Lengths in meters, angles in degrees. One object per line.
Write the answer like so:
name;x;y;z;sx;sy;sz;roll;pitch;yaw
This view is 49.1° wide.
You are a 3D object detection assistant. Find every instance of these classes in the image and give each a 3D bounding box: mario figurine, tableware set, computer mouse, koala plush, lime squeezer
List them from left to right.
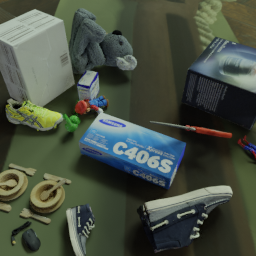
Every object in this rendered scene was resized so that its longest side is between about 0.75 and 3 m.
computer mouse;-2.587;2.751;7.005;0.584;0.192;0.832;-26;52;-23
tableware set;-2.816;1.674;7.835;2.169;0.435;1.434;13;48;11
lime squeezer;-1.934;-0.347;9.551;0.438;0.820;2.323;-15;16;6
mario figurine;-1.349;-0.763;10.188;1.233;0.653;0.761;-19;15;-30
koala plush;-0.993;-3.249;11.594;2.629;2.416;2.332;5;34;-25

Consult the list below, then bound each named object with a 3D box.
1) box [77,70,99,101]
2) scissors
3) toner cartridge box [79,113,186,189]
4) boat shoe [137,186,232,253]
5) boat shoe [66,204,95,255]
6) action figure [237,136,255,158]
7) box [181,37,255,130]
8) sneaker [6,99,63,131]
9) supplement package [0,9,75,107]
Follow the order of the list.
box;-1.455;-1.493;10.423;0.499;0.951;0.875;11;48;10
scissors;1.995;0.024;8.397;2.866;0.200;1.049;9;6;-38
toner cartridge box;0.129;0.625;8.617;2.967;0.641;1.409;20;51;16
boat shoe;1.589;2.303;7.068;2.570;0.960;1.192;-11;62;-8
boat shoe;-1.099;2.518;6.981;0.645;0.519;1.391;-19;49;-7
action figure;4.041;0.752;8.806;0.410;0.324;1.254;-23;54;-23
box;3.805;-1.764;10.222;2.658;1.651;2.679;25;52;20
sneaker;-3.263;-0.471;9.584;2.088;0.798;0.787;8;47;7
supplement package;-3.340;-2.414;10.071;1.502;2.708;2.109;29;53;24
